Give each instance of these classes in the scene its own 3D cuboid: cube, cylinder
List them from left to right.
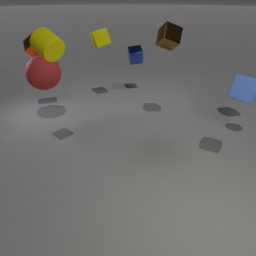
[{"bbox_3d":[-3.863,-3.440,11.735,0.700,0.700,0.700,-34,54,16],"label":"cube"},{"bbox_3d":[-2.251,-2.329,7.832,0.700,0.700,0.700,41,44,21],"label":"cylinder"},{"bbox_3d":[-1.298,-4.198,13.094,0.700,0.700,0.700,-24,24,-10],"label":"cube"},{"bbox_3d":[0.390,-3.855,14.778,0.700,0.700,0.700,-9,50,-5],"label":"cube"},{"bbox_3d":[1.529,-3.409,10.444,0.700,0.700,0.700,16,-11,-17],"label":"cube"},{"bbox_3d":[3.376,-1.151,8.138,0.700,0.700,0.700,23,18,20],"label":"cube"}]

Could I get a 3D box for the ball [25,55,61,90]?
[{"bbox_3d":[-3.420,-2.236,11.325,1.400,1.400,1.400,0,27,0],"label":"ball"}]
